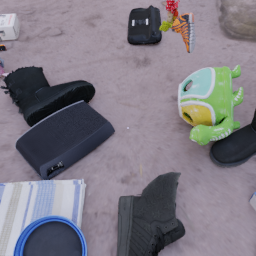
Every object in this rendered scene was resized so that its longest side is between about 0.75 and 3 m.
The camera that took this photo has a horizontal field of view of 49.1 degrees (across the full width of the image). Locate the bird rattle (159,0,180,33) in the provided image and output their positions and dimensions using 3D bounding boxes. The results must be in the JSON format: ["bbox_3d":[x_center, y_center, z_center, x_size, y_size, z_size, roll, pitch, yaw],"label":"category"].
[{"bbox_3d":[1.297,-3.435,8.445,0.590,1.048,0.854,10,36,17],"label":"bird rattle"}]

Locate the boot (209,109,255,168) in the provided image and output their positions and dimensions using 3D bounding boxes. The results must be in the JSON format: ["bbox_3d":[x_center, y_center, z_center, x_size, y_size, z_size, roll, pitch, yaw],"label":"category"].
[{"bbox_3d":[3.389,-0.360,7.154,2.364,2.868,0.941,-20,52,-16],"label":"boot"}]

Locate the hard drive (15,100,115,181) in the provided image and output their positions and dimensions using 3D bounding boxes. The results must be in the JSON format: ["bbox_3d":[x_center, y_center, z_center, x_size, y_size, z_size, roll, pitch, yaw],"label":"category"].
[{"bbox_3d":[-1.837,0.211,8.202,2.567,0.543,1.731,-35,58,-27],"label":"hard drive"}]

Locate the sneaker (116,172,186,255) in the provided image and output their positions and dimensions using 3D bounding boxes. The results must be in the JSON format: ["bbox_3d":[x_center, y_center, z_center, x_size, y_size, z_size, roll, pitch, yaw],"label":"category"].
[{"bbox_3d":[0.560,2.339,6.129,1.546,0.890,2.964,-3,46,3],"label":"sneaker"}]

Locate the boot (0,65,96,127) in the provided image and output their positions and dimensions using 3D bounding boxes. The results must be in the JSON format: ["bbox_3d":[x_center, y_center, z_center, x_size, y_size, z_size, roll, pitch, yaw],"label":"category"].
[{"bbox_3d":[-2.673,-1.319,9.276,2.600,0.962,2.131,-29,57,-16],"label":"boot"}]

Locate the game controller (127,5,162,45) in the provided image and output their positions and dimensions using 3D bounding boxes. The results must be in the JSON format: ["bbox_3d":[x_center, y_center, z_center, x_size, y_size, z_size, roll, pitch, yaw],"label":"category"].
[{"bbox_3d":[0.731,-4.590,12.464,1.472,0.594,2.822,-8,47,12],"label":"game controller"}]

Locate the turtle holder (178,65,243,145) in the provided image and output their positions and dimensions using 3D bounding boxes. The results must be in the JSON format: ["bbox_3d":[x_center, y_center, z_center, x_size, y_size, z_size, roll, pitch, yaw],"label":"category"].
[{"bbox_3d":[2.403,-0.610,8.288,1.745,1.867,2.457,0,78,16],"label":"turtle holder"}]

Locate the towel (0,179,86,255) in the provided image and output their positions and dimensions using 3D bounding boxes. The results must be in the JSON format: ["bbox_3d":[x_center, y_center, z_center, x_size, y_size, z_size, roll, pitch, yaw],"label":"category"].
[{"bbox_3d":[-2.358,2.133,6.716,2.597,0.309,1.907,-2,51,1],"label":"towel"}]

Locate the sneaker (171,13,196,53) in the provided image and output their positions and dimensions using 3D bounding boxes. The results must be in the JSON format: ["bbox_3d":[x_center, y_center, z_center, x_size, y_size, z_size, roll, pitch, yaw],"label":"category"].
[{"bbox_3d":[1.513,-2.558,7.643,0.584,1.042,0.404,1,9,28],"label":"sneaker"}]

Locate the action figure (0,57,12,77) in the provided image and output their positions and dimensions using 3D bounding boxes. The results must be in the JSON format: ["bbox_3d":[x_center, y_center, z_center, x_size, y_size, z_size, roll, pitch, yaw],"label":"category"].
[{"bbox_3d":[-5.408,-1.873,9.927,2.092,1.557,1.401,-46,26,-14],"label":"action figure"}]

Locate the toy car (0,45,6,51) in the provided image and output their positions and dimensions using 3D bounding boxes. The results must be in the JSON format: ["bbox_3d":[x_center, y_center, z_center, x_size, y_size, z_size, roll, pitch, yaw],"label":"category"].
[{"bbox_3d":[-5.242,-3.500,11.337,0.395,0.804,0.268,-14,35,11],"label":"toy car"}]

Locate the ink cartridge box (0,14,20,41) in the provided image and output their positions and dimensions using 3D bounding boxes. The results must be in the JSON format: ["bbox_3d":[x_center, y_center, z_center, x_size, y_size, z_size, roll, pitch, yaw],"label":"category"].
[{"bbox_3d":[-5.573,-4.316,12.048,1.581,0.671,1.152,-5,49,-7],"label":"ink cartridge box"}]

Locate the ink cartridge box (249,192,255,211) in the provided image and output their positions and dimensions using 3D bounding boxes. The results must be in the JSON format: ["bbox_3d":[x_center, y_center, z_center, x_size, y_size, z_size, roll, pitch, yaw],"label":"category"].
[{"bbox_3d":[3.802,1.815,6.870,1.293,0.493,0.882,-17,52,-17],"label":"ink cartridge box"}]

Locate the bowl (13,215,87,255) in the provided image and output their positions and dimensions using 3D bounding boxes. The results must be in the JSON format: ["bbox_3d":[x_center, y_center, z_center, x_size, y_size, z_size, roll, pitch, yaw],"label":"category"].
[{"bbox_3d":[-1.617,2.644,5.923,1.540,0.302,1.540,0,73,0],"label":"bowl"}]
